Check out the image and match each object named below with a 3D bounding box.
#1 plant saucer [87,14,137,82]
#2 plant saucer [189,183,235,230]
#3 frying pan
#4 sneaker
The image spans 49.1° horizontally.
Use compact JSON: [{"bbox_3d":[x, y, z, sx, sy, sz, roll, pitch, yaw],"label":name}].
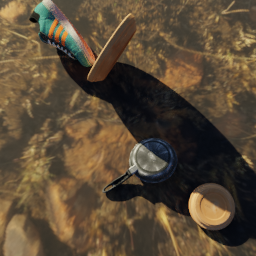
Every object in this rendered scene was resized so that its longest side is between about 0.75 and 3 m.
[{"bbox_3d":[-0.426,-2.355,8.607,0.442,2.364,2.364,35,72,-8],"label":"plant saucer"},{"bbox_3d":[2.358,2.190,7.839,1.279,0.206,1.279,0,73,1],"label":"plant saucer"},{"bbox_3d":[0.281,0.992,8.263,2.335,0.380,1.412,-11,61,1],"label":"frying pan"},{"bbox_3d":[-2.260,-3.047,9.567,1.143,1.021,2.861,-39,80,8],"label":"sneaker"}]
